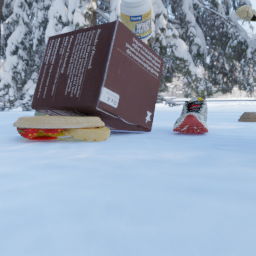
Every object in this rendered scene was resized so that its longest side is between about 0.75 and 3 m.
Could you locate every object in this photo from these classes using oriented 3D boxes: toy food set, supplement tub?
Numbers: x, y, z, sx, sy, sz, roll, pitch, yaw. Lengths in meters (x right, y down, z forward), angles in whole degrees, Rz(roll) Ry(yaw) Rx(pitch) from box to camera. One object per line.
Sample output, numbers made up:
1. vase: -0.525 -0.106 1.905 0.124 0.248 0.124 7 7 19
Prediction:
1. toy food set: -1.241 -0.011 5.251 1.707 0.415 1.690 -1 4 -18
2. supplement tub: 0.247 -3.366 8.443 0.944 0.944 1.306 1 -38 8

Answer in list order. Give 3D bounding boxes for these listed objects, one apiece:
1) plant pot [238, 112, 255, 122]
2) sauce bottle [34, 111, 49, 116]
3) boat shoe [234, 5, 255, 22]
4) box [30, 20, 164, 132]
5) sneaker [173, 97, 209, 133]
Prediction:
1. plant pot: 5.024 -0.459 11.558 0.913 0.422 0.913 0 3 0
2. sauce bottle: -4.283 -0.688 14.162 0.546 0.546 1.689 0 2 -4
3. boat shoe: 3.809 -3.594 8.902 1.110 0.360 0.400 -7 -24 -39
4. box: -0.694 -1.039 6.551 2.257 1.853 1.872 3 -13 38
5. sneaker: 1.480 -0.308 6.545 0.782 0.825 2.008 1 5 14
